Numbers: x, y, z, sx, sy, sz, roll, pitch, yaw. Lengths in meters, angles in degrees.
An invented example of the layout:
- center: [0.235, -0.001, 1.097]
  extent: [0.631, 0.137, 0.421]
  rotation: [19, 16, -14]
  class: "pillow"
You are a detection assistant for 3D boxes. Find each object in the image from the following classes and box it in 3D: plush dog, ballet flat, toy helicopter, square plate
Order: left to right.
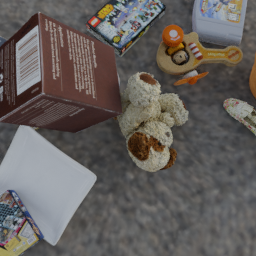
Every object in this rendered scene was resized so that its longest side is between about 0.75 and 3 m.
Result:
- center: [-2.429, 1.560, 7.825]
  extent: [2.571, 0.369, 2.596]
  rotation: [35, 107, 9]
  class: "square plate"
- center: [0.480, 0.098, 7.960]
  extent: [2.169, 2.704, 2.322]
  rotation: [-24, 61, 28]
  class: "plush dog"
- center: [2.314, -2.206, 9.043]
  extent: [2.779, 1.096, 1.838]
  rotation: [0, 78, -1]
  class: "toy helicopter"
- center: [3.878, -0.342, 8.733]
  extent: [1.922, 0.614, 0.727]
  rotation: [41, 77, 11]
  class: "ballet flat"

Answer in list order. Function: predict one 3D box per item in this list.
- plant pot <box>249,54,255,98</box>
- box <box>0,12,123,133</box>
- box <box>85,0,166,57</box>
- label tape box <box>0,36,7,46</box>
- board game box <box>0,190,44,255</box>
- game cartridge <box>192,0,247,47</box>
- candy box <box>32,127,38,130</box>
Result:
- center: [4.948, -1.695, 8.467]
  extent: [2.647, 1.853, 2.647]
  rotation: [0, 75, 0]
  class: "plant pot"
- center: [-1.763, -1.185, 7.256]
  extent: [2.017, 2.457, 2.038]
  rotation: [-21, 69, 37]
  class: "box"
- center: [-0.064, -3.847, 9.792]
  extent: [1.640, 0.478, 2.396]
  rotation: [40, 78, 10]
  class: "box"
- center: [-4.442, -1.844, 8.965]
  extent: [2.999, 0.949, 2.163]
  rotation: [29, 76, 8]
  class: "label tape box"
- center: [-3.803, 3.110, 7.717]
  extent: [2.452, 0.424, 1.661]
  rotation: [-36, 79, -4]
  class: "board game box"
- center: [3.228, -4.221, 9.909]
  extent: [1.780, 0.555, 2.673]
  rotation: [13, 75, -1]
  class: "game cartridge"
- center: [-2.694, -0.420, 8.906]
  extent: [1.126, 0.311, 0.650]
  rotation: [-20, 75, -6]
  class: "candy box"
